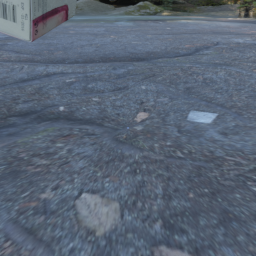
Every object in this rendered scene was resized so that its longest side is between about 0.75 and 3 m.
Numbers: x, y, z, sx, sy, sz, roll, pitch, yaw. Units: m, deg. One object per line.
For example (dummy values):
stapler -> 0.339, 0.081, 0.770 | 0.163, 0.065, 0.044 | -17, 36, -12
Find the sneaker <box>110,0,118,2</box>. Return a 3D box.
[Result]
sneaker -> -0.757, -4.842, 9.771 | 0.649, 0.548, 1.485 | 26, 24, -54

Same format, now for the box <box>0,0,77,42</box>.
box -> -2.998, -4.089, 8.684 | 1.834, 1.563, 2.868 | 21, 40, 7
